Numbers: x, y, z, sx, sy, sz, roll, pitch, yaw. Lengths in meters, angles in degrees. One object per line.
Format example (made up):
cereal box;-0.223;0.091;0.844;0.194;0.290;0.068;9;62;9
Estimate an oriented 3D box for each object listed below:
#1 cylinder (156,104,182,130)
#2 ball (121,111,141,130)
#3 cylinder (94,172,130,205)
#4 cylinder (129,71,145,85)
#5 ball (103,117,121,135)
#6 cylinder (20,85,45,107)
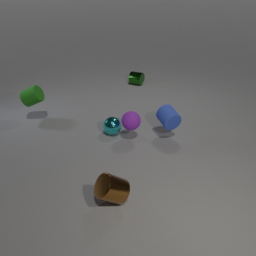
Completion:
cylinder;1.493;-0.394;10.282;0.700;0.700;0.700;-11;43;-20
ball;0.114;-0.263;10.157;0.700;0.700;0.700;0;29;0
cylinder;-0.421;1.600;7.391;0.700;0.700;0.700;26;12;-35
cylinder;0.488;-2.789;15.716;0.700;0.700;0.700;13;31;23
ball;-0.601;-0.083;10.732;0.700;0.700;0.700;0;29;0
cylinder;-3.881;-1.297;11.360;0.700;0.700;0.700;-20;25;15
